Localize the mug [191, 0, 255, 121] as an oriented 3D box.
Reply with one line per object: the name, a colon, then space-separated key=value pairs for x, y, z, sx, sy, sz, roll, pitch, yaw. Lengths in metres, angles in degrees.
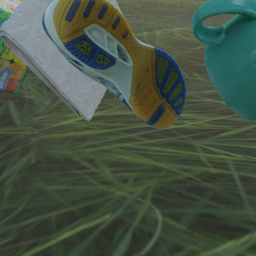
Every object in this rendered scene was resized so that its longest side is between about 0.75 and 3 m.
mug: x=2.787 y=-1.443 z=5.505 sx=2.758 sy=1.705 sz=2.266 roll=-4 pitch=75 yaw=-34

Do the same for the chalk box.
chalk box: x=-3.142 y=-2.045 z=6.259 sx=1.764 sy=1.773 sz=2.849 roll=12 pitch=32 yaw=-49

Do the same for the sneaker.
sneaker: x=-0.082 y=-0.723 z=3.184 sx=0.742 sy=1.971 sz=0.869 roll=-53 pitch=38 yaw=-5

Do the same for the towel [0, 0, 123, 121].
towel: x=-1.070 y=-2.084 z=6.313 sx=0.473 sy=2.803 sz=2.934 roll=8 pitch=61 yaw=32
